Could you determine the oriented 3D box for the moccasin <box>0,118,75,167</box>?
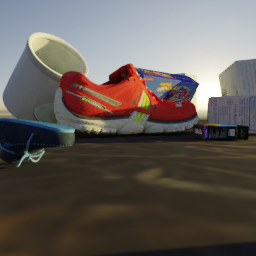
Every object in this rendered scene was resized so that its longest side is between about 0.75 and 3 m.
[{"bbox_3d":[-0.715,0.094,1.836,0.859,0.293,0.346,3,-4,28],"label":"moccasin"}]

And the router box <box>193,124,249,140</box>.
[{"bbox_3d":[1.304,0.049,4.047,0.590,0.202,0.791,0,2,2],"label":"router box"}]

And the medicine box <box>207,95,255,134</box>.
[{"bbox_3d":[2.413,-0.263,5.576,1.379,0.710,1.257,2,3,30],"label":"medicine box"}]

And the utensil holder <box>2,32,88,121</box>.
[{"bbox_3d":[-3.287,-1.820,10.895,2.384,2.384,2.805,-2,-34,-49],"label":"utensil holder"}]

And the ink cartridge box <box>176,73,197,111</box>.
[{"bbox_3d":[1.345,-1.072,11.145,2.639,1.933,1.092,3,4,38],"label":"ink cartridge box"}]

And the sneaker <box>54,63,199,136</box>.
[{"bbox_3d":[0.173,-0.497,4.886,2.886,1.225,1.111,-1,2,-35],"label":"sneaker"}]

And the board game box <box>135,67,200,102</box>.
[{"bbox_3d":[0.884,-0.819,8.200,2.336,1.570,0.523,0,33,-40],"label":"board game box"}]

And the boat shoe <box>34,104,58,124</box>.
[{"bbox_3d":[-2.404,-0.409,9.469,0.685,0.772,2.067,-10,1,35],"label":"boat shoe"}]

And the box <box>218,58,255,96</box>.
[{"bbox_3d":[4.050,-1.144,9.421,1.293,1.967,1.978,-7,-3,1],"label":"box"}]
